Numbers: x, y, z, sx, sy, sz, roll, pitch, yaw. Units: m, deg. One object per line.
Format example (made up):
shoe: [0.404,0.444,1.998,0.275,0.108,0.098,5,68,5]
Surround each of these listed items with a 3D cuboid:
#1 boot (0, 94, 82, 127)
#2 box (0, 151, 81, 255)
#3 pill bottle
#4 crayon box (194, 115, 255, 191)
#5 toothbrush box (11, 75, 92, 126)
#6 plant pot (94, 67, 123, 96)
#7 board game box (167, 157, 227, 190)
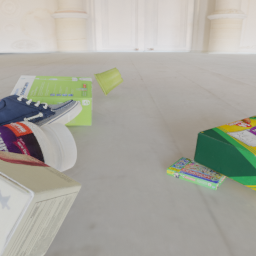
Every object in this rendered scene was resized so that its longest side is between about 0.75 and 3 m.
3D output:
boot: [-2.125,-0.362,6.285,0.895,1.112,2.462,-11,20,42]
box: [-1.230,0.839,2.796,0.868,1.019,1.594,27,-7,8]
pill bottle: [-1.964,0.573,4.471,1.221,1.221,2.192,17,24,40]
crayon box: [2.823,0.469,5.392,2.350,0.685,2.028,-13,25,-39]
toothbrush box: [-2.218,-0.872,8.542,2.242,0.965,1.632,1,31,-10]
plant pot: [-0.763,-2.024,11.758,0.963,1.047,1.047,-30,23,-3]
board game box: [1.341,0.852,5.393,0.988,0.144,0.665,14,22,34]
